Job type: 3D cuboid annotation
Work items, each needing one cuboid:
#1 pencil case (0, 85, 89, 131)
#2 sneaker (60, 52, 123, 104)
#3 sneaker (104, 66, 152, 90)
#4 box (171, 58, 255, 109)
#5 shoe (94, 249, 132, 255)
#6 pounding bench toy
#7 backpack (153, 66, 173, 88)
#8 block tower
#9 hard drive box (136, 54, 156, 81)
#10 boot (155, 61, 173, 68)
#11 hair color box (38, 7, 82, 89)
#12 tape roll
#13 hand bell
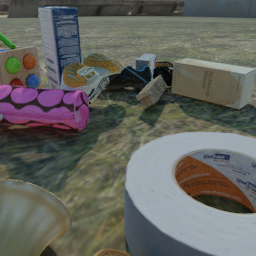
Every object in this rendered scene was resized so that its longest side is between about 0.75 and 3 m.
[{"bbox_3d":[-2.318,-0.474,6.983,2.604,1.182,1.220,2,9,1],"label":"pencil case"},{"bbox_3d":[-1.189,-1.452,8.682,1.101,1.276,2.912,32,34,12],"label":"sneaker"},{"bbox_3d":[-0.161,-1.830,10.051,2.054,0.841,0.752,-3,18,-8],"label":"sneaker"},{"bbox_3d":[2.710,-1.505,9.102,2.431,1.154,0.945,19,30,37],"label":"box"},{"bbox_3d":[0.644,2.005,2.513,2.516,0.671,0.880,20,0,28],"label":"shoe"},{"bbox_3d":[-4.098,-2.357,9.302,1.950,2.501,1.553,14,29,27],"label":"pounding bench toy"},{"bbox_3d":[1.423,-1.889,10.327,1.042,0.869,0.659,-8,22,-29],"label":"backpack"},{"bbox_3d":[0.796,-1.175,8.976,0.477,0.511,1.766,-28,11,28],"label":"block tower"},{"bbox_3d":[0.693,-2.269,10.862,0.489,0.993,1.275,8,28,16],"label":"hard drive box"},{"bbox_3d":[1.828,-2.372,11.512,1.677,0.633,0.617,7,24,11],"label":"boot"},{"bbox_3d":[-2.130,-2.393,9.026,0.837,2.766,1.383,-15,29,-28],"label":"hair color box"},{"bbox_3d":[1.349,1.061,4.006,2.821,0.932,2.821,1,26,0],"label":"tape roll"},{"bbox_3d":[-1.470,1.816,2.710,1.242,1.242,2.384,3,39,6],"label":"hand bell"}]
